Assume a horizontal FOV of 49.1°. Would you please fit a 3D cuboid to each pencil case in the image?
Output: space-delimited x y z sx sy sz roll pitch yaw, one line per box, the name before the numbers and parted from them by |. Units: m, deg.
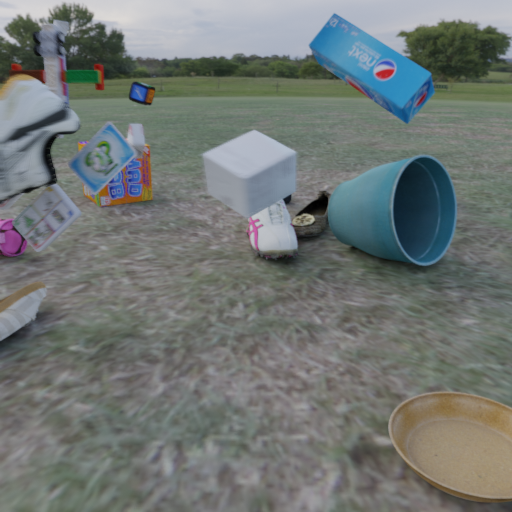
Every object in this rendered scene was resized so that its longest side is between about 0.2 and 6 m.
pencil case | -5.899 -0.458 11.724 2.034 0.923 0.953 5 -7 13

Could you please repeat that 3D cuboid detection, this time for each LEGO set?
LEGO set | -2.976 -1.921 8.527 3.127 2.336 0.767 -40 4 18

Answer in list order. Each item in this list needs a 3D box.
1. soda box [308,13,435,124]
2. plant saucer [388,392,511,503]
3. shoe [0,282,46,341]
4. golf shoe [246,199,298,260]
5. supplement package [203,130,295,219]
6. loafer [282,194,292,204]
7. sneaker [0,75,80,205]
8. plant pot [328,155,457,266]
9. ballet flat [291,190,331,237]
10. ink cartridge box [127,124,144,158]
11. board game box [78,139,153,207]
soda box | 2.484 -4.085 12.185 2.736 0.928 0.878 43 7 24
plant saucer | 2.228 2.026 5.881 1.658 0.294 1.658 0 21 0
shoe | -3.841 0.981 8.452 0.764 0.583 2.186 -24 10 18
golf shoe | 0.270 -0.720 11.998 0.930 1.179 2.561 -4 22 -12
supplement package | -0.103 -1.523 10.336 1.228 0.903 1.175 -31 48 -27
loafer | 0.169 -1.942 15.926 1.951 0.685 0.663 15 25 35
sneaker | -3.502 -1.135 7.900 1.176 2.684 1.015 33 12 -18
plant pot | 2.653 -0.888 11.494 2.117 2.117 1.989 -16 11 -37
ballet flat | 1.418 -1.059 13.624 0.934 0.643 2.774 9 22 22
ink cartridge box | -2.823 -2.683 13.140 0.304 0.538 0.733 -4 -14 -18
board game box | -3.999 -2.411 15.912 1.565 1.566 1.564 -12 24 -30
